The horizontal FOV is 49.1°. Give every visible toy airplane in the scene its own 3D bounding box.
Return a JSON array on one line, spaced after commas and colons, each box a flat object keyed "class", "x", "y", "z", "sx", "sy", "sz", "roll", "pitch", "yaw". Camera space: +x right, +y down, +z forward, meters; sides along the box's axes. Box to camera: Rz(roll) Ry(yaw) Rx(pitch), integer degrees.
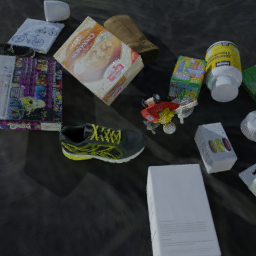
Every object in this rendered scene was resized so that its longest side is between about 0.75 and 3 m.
[{"class": "toy airplane", "x": 1.155, "y": -0.357, "z": 7.955, "sx": 1.506, "sy": 1.513, "sz": 1.067, "roll": -11, "pitch": 78, "yaw": 3}]

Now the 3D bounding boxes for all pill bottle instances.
[{"class": "pill bottle", "x": 3.167, "y": -1.865, "z": 9.312, "sx": 1.119, "sy": 1.119, "sz": 1.998, "roll": 7, "pitch": 53, "yaw": 5}]

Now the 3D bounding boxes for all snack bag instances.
[{"class": "snack bag", "x": -3.681, "y": -3.757, "z": 11.283, "sx": 1.745, "sy": 0.198, "sz": 1.850, "roll": 11, "pitch": 55, "yaw": 7}]

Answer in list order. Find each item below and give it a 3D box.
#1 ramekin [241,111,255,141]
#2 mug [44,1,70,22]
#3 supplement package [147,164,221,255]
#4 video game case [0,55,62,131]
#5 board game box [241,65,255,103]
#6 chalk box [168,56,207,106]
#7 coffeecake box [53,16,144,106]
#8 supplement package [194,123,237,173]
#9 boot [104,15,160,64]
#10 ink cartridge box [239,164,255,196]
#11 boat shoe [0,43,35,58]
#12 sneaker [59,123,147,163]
[{"class": "ramekin", "x": 3.923, "y": -0.084, "z": 8.429, "sx": 0.914, "sy": 0.446, "sz": 0.914, "roll": 0, "pitch": 53, "yaw": 0}, {"class": "mug", "x": -3.013, "y": -4.956, "z": 11.870, "sx": 0.959, "sy": 0.808, "sz": 1.094, "roll": -9, "pitch": 24, "yaw": -18}, {"class": "supplement package", "x": 1.139, "y": 2.010, "z": 6.403, "sx": 1.233, "sy": 1.218, "sz": 2.034, "roll": -2, "pitch": 54, "yaw": -2}, {"class": "video game case", "x": -3.380, "y": -1.174, "z": 8.878, "sx": 2.534, "sy": 0.501, "sz": 2.795, "roll": 1, "pitch": 53, "yaw": -15}, {"class": "board game box", "x": 4.675, "y": -1.200, "z": 9.187, "sx": 1.212, "sy": 0.271, "sz": 2.314, "roll": -24, "pitch": 57, "yaw": 3}, {"class": "chalk box", "x": 1.895, "y": -1.416, "z": 9.084, "sx": 0.972, "sy": 0.977, "sz": 1.570, "roll": 15, "pitch": 56, "yaw": 11}, {"class": "coffeecake box", "x": -0.934, "y": -2.139, "z": 8.991, "sx": 2.286, "sy": 0.835, "sz": 1.754, "roll": 41, "pitch": 89, "yaw": 16}, {"class": "supplement package", "x": 2.418, "y": 0.552, "z": 7.824, "sx": 0.685, "sy": 0.659, "sz": 1.204, "roll": -9, "pitch": 55, "yaw": -7}, {"class": "boot", "x": -0.263, "y": -3.280, "z": 10.597, "sx": 2.182, "sy": 0.824, "sz": 2.492, "roll": -17, "pitch": 56, "yaw": -28}, {"class": "ink cartridge box", "x": 3.976, "y": 1.578, "z": 7.065, "sx": 1.170, "sy": 0.674, "sz": 2.019, "roll": -25, "pitch": 58, "yaw": -17}, {"class": "boat shoe", "x": -4.483, "y": -2.841, "z": 10.360, "sx": 1.954, "sy": 0.589, "sz": 0.722, "roll": 0, "pitch": 54, "yaw": 0}, {"class": "sneaker", "x": -0.729, "y": 0.374, "z": 7.602, "sx": 2.447, "sy": 1.035, "sz": 0.911, "roll": -6, "pitch": 57, "yaw": 7}]
